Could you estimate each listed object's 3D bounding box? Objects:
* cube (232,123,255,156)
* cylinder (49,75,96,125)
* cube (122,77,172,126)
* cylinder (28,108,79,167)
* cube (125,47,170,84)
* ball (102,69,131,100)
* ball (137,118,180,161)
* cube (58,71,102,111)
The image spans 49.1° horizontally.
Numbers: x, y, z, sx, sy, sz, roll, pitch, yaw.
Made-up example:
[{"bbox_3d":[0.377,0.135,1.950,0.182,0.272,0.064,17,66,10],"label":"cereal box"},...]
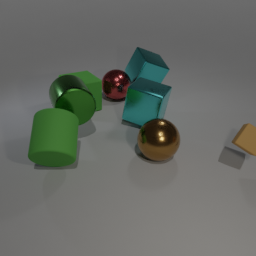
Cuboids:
[{"bbox_3d":[3.627,0.342,8.335,0.700,0.700,0.700,34,5,10],"label":"cube"},{"bbox_3d":[-1.971,-0.989,9.836,1.400,1.400,1.400,-12,33,-18],"label":"cylinder"},{"bbox_3d":[0.752,-0.994,11.016,1.400,1.400,1.400,20,31,14],"label":"cube"},{"bbox_3d":[-2.269,0.321,8.650,1.400,1.400,1.400,-1,63,-1],"label":"cylinder"},{"bbox_3d":[0.893,-2.828,13.623,1.400,1.400,1.400,11,38,-30],"label":"cube"},{"bbox_3d":[-0.541,-2.007,12.972,1.400,1.400,1.400,0,32,0],"label":"ball"},{"bbox_3d":[1.000,0.378,9.145,1.400,1.400,1.400,0,32,0],"label":"ball"},{"bbox_3d":[-2.056,-1.526,12.111,1.400,1.400,1.400,-16,35,-29],"label":"cube"}]
